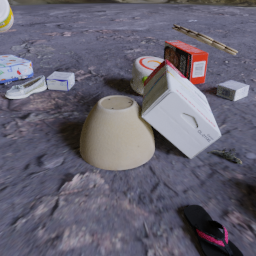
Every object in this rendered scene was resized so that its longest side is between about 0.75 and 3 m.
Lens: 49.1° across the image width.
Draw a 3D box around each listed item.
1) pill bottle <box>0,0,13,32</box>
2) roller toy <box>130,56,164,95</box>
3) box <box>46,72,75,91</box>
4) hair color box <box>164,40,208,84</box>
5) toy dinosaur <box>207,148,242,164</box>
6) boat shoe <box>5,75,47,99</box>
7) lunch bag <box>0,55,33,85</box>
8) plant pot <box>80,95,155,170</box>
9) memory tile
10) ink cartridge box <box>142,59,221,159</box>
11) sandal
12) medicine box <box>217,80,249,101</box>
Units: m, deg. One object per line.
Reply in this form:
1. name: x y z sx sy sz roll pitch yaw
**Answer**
1. pill bottle: -2.337 -2.017 4.960 0.540 0.540 0.972 -9 9 -15
2. roller toy: 0.929 -2.002 11.088 1.723 1.204 1.572 -22 48 -34
3. box: -2.804 -1.969 11.753 0.879 0.501 0.956 5 29 7
4. hair color box: 2.547 -3.070 12.857 0.821 1.360 2.679 -9 30 -15
5. toy dinosaur: 2.596 0.673 7.362 0.894 0.212 0.394 18 40 35
6. boat shoe: -4.011 -1.601 11.032 0.648 0.563 1.757 25 38 37
7. lunch bag: -5.453 -2.709 12.716 1.904 0.898 2.376 -23 36 -39
8. plant pot: -0.300 -0.054 7.440 2.067 1.388 2.067 -1 30 0
9. memory tile: 1.821 -2.164 6.822 1.187 0.130 1.549 14 23 -28
10. ink cartridge box: 1.389 -0.641 7.886 1.860 1.057 2.552 40 25 -16
11. sandal: 1.489 1.875 5.039 0.583 0.350 1.552 -10 31 -17
12. medicine box: 4.082 -1.474 10.907 0.900 0.463 0.820 -20 35 -33
